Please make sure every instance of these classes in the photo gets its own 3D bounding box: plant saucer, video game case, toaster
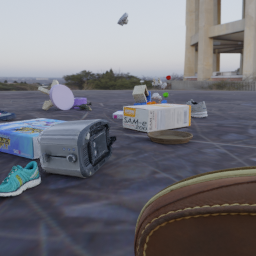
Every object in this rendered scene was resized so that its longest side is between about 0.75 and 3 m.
[{"bbox_3d":[1.056,0.228,7.072,1.136,0.167,1.136,1,9,0],"label":"plant saucer"},{"bbox_3d":[-2.086,0.155,6.554,2.102,0.478,1.905,6,12,34],"label":"video game case"},{"bbox_3d":[-0.853,0.277,4.742,0.917,0.807,1.420,1,15,18],"label":"toaster"}]

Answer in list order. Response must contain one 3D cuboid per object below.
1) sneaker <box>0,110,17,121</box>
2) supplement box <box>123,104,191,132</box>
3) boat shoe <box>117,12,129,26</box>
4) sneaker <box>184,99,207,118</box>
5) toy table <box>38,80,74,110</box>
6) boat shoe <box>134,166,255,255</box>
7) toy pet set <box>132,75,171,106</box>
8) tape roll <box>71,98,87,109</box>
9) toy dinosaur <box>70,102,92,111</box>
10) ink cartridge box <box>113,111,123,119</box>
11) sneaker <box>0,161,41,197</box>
[{"bbox_3d":[-5.040,-0.589,10.570,1.532,0.628,0.537,-3,10,-18],"label":"sneaker"},{"bbox_3d":[0.940,-0.363,8.949,1.921,0.706,1.210,-7,12,-37],"label":"supplement box"},{"bbox_3d":[-0.122,-3.961,10.304,0.311,0.316,0.890,28,-10,-19],"label":"boat shoe"},{"bbox_3d":[2.670,-0.889,12.048,0.671,0.737,1.797,-8,12,-38],"label":"sneaker"},{"bbox_3d":[-3.689,-1.650,14.372,1.070,1.679,1.827,14,-22,26],"label":"toy table"},{"bbox_3d":[1.249,0.779,1.404,2.580,0.929,0.871,5,8,14],"label":"boat shoe"},{"bbox_3d":[1.385,-1.634,15.706,2.195,1.249,2.351,-3,46,23],"label":"toy pet set"},{"bbox_3d":[-2.989,-1.422,15.912,1.266,0.538,1.266,0,10,0],"label":"tape roll"},{"bbox_3d":[-2.336,-1.126,14.739,1.618,0.384,0.713,4,16,43],"label":"toy dinosaur"},{"bbox_3d":[-0.193,-0.554,11.611,0.663,0.233,1.110,2,13,9],"label":"ink cartridge box"},{"bbox_3d":[-1.529,0.684,3.764,0.336,0.345,0.867,3,11,20],"label":"sneaker"}]
